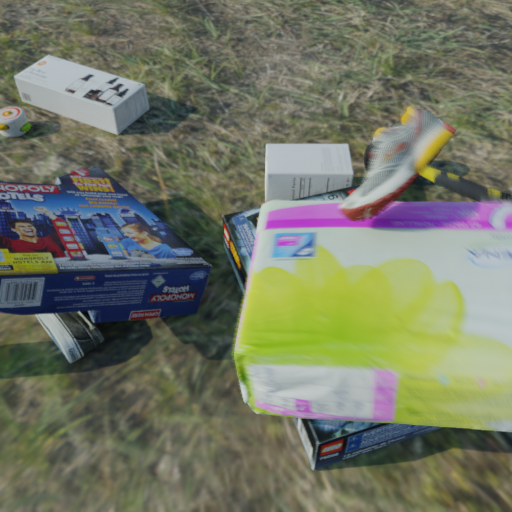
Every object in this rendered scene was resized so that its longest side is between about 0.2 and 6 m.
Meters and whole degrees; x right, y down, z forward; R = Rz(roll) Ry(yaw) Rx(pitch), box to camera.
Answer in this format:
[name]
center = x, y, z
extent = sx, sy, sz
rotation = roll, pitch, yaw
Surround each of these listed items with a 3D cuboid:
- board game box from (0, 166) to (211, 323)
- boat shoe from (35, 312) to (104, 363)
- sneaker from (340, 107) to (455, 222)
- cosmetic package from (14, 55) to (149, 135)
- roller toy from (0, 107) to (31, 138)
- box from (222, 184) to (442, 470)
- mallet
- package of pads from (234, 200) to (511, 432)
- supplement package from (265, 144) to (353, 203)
[board game box]
center = -2.900, -0.331, 8.840
extent = 3.265, 1.007, 3.263
rotation = -1, 34, -35
[boat shoe]
center = -3.087, 0.750, 8.667
extent = 0.656, 0.729, 2.062
rotation = -32, 62, -26
[sneaker]
center = 1.607, -1.113, 6.873
extent = 0.740, 0.701, 1.802
rotation = 42, 72, 9
[cosmetic package]
center = -4.018, -3.767, 12.907
extent = 2.902, 0.735, 1.198
rotation = 21, 49, 19
[roller toy]
center = -5.379, -2.958, 12.305
extent = 0.693, 0.484, 0.632
rotation = -21, 50, -19
[box]
center = 1.454, 0.697, 8.562
extent = 2.943, 0.857, 4.298
rotation = -14, 48, -13
[mallet]
center = 3.325, -1.440, 9.957
extent = 1.136, 0.710, 3.450
rotation = -8, 25, -25
[package of pads]
center = 1.694, 0.590, 6.697
extent = 3.664, 1.250, 2.831
rotation = 0, 43, 9
[supplement package]
center = 0.957, -1.473, 10.571
extent = 1.567, 0.939, 0.950
rotation = 1, 46, 1
